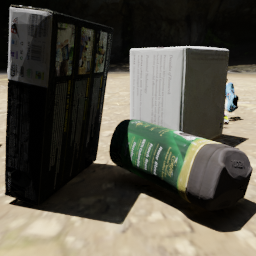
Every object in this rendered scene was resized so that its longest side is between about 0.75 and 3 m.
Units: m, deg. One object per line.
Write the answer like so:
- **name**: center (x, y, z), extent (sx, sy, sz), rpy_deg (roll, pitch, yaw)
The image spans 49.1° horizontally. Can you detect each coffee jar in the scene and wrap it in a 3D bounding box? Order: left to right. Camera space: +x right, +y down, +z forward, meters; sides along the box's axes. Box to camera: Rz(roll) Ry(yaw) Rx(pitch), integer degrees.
- **coffee jar**: center (0.741, 0.501, 4.411), extent (1.110, 0.908, 2.129), rpy_deg (10, 6, -43)

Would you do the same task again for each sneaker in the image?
- **sneaker**: center (3.777, -1.119, 10.024), extent (0.442, 1.127, 0.507), rpy_deg (6, -16, -23)

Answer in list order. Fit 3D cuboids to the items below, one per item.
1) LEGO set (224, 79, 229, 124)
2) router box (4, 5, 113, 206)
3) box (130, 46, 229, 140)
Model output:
- **LEGO set**: center (3.179, -0.802, 9.409), extent (0.686, 0.848, 1.843), rpy_deg (22, 58, 2)
- **router box**: center (-1.040, -0.396, 4.559), extent (0.678, 2.655, 1.980), rpy_deg (14, 17, 15)
- **box**: center (1.332, -0.823, 7.118), extent (1.529, 2.340, 2.327), rpy_deg (11, 17, 39)
